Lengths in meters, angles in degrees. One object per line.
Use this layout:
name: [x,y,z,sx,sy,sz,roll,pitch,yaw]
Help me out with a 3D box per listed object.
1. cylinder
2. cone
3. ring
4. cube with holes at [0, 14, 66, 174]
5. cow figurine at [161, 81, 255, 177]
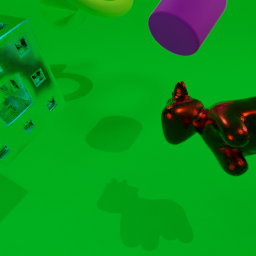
cylinder: [1.053,-2.022,5.021,1.036,1.036,1.036,27,76,30]
cone: [-1.590,-3.285,7.698,1.393,1.393,1.398,-16,33,-19]
ring: [-0.743,-3.388,6.803,1.850,0.370,1.850,11,56,-17]
cube with holes: [-1.899,-0.510,3.554,1.333,1.333,1.333,19,55,27]
cow figurine: [1.293,-0.110,3.793,1.622,0.890,1.596,-15,33,-1]
